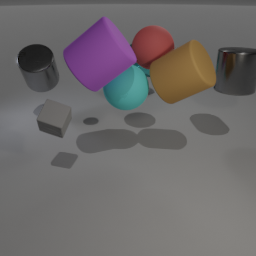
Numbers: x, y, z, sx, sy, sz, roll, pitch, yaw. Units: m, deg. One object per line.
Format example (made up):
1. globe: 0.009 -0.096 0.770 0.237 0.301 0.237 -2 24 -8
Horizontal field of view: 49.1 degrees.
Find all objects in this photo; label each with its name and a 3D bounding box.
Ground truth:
1. cylinder: -0.725 -1.912 7.373 1.400 1.400 1.400 -34 21 18
2. ball: 0.815 -2.624 9.192 1.400 1.400 1.400 0 27 0
3. cube: -1.999 -0.250 7.673 0.700 0.700 0.700 19 63 -1
4. cylinder: 0.700 -3.339 13.836 1.400 1.400 1.400 26 13 40
5. cylinder: 1.576 -1.580 8.076 1.400 1.400 1.400 -23 11 37
6. ball: -0.064 -1.240 8.545 1.400 1.400 1.400 0 27 0
7. cylinder: -3.582 -2.386 11.292 1.400 1.400 1.400 1 65 -3
8. cylinder: 3.710 -1.954 9.544 1.400 1.400 1.400 0 23 0
